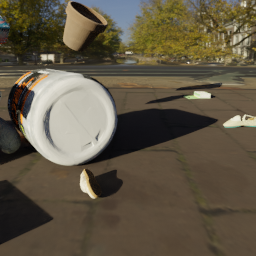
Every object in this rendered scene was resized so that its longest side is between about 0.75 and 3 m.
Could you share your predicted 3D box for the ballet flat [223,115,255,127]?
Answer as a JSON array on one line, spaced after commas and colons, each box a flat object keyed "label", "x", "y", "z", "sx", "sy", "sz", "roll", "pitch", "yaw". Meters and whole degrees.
[{"label": "ballet flat", "x": 3.419, "y": -0.217, "z": 8.426, "sx": 1.099, "sy": 0.382, "sz": 0.382, "roll": -1, "pitch": 15, "yaw": -3}]

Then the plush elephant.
[{"label": "plush elephant", "x": -3.769, "y": -0.056, "z": 4.963, "sx": 2.844, "sy": 2.202, "sz": 2.342, "roll": 32, "pitch": -27, "yaw": 0}]

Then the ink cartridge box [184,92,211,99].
[{"label": "ink cartridge box", "x": 3.388, "y": -1.611, "z": 13.742, "sx": 1.083, "sy": 0.260, "sz": 0.788, "roll": 0, "pitch": 16, "yaw": -8}]

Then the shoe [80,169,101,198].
[{"label": "shoe", "x": -0.629, "y": 0.939, "z": 4.556, "sx": 0.280, "sy": 0.214, "sz": 0.802, "roll": 38, "pitch": 4, "yaw": -24}]

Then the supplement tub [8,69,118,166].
[{"label": "supplement tub", "x": -1.669, "y": -0.414, "z": 6.422, "sx": 1.809, "sy": 1.809, "sz": 2.953, "roll": -9, "pitch": 17, "yaw": -31}]

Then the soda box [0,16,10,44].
[{"label": "soda box", "x": -3.888, "y": -2.466, "z": 6.998, "sx": 1.654, "sy": 0.566, "sz": 0.526, "roll": -22, "pitch": 67, "yaw": -48}]

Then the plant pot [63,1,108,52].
[{"label": "plant pot", "x": -1.816, "y": -3.831, "z": 10.885, "sx": 1.651, "sy": 1.440, "sz": 1.651, "roll": 26, "pitch": 32, "yaw": -17}]
